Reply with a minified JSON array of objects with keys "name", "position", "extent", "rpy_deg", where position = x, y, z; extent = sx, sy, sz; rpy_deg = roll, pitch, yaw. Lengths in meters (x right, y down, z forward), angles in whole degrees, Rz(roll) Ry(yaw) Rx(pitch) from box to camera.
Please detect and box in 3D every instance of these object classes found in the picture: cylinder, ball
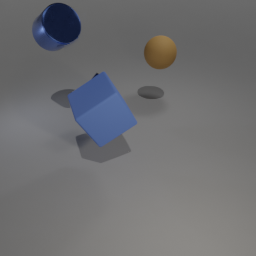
[{"name":"cylinder","position":[-2.605,-3.610,10.156],"extent":[1.400,1.400,1.400],"rpy_deg":[-21,15,-30]},{"name":"ball","position":[1.382,-3.225,11.995],"extent":[1.400,1.400,1.400],"rpy_deg":[0,33,0]}]

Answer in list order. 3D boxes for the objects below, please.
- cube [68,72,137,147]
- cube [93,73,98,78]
[{"name":"cube","position":[-0.795,-0.573,8.595],"extent":[1.400,1.400,1.400],"rpy_deg":[-33,42,4]},{"name":"cube","position":[-1.018,-1.506,10.538],"extent":[0.700,0.700,0.700],"rpy_deg":[37,88,29]}]
